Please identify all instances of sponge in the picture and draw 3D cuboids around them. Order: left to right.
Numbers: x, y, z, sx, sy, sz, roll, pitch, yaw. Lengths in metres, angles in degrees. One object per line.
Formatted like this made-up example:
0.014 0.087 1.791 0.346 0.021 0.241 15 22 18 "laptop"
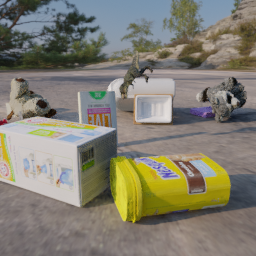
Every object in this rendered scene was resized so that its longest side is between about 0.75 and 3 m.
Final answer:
3.722 -0.759 12.598 1.694 0.253 0.945 -10 19 -32 "sponge"

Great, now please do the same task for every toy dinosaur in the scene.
0.291 -1.625 8.221 0.769 1.745 0.414 12 -24 16 "toy dinosaur"

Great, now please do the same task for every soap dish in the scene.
0.981 -0.718 10.882 1.501 1.181 0.610 1 -3 3 "soap dish"

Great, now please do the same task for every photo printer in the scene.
0.539 -1.412 12.302 2.846 0.988 2.368 1 -10 2 "photo printer"

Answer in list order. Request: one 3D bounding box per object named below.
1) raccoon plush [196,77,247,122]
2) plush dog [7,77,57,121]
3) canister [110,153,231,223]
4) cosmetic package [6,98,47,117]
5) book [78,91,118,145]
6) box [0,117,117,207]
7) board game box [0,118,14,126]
3.657 -0.964 12.021 1.967 1.420 2.935 -34 4 -27 "raccoon plush"
-3.941 -0.896 11.490 1.991 1.598 1.710 43 15 15 "plush dog"
0.703 0.991 5.128 1.860 0.805 1.381 -3 15 -15 "canister"
-4.554 -0.960 12.702 0.877 0.592 1.667 7 17 25 "cosmetic package"
-0.855 -0.254 8.118 1.070 1.602 0.385 -5 0 -21 "book"
-1.537 0.565 5.885 2.347 1.189 1.320 8 17 28 "box"
-4.747 -0.058 9.618 2.386 0.465 1.885 -12 19 -38 "board game box"
